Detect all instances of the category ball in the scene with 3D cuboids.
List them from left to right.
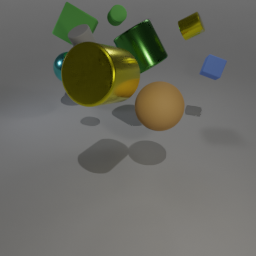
[{"bbox_3d":[-2.608,-2.678,12.457,1.400,1.400,1.400,0,30,0],"label":"ball"},{"bbox_3d":[0.888,-0.611,7.924,1.400,1.400,1.400,0,30,0],"label":"ball"}]

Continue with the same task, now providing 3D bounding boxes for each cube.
[{"bbox_3d":[-2.225,-4.331,12.055,1.400,1.400,1.400,27,13,-11],"label":"cube"},{"bbox_3d":[3.269,-2.331,10.808,0.700,0.700,0.700,21,4,2],"label":"cube"}]

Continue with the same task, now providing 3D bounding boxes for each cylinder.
[{"bbox_3d":[-1.373,-2.675,8.568,0.700,0.700,0.700,-13,47,14],"label":"cylinder"},{"bbox_3d":[-0.607,-1.256,6.659,1.400,1.400,1.400,14,15,23],"label":"cylinder"},{"bbox_3d":[-0.469,-4.726,11.782,0.700,0.700,0.700,-9,8,-15],"label":"cylinder"},{"bbox_3d":[0.436,-2.715,9.553,1.400,1.400,1.400,-29,13,7],"label":"cylinder"},{"bbox_3d":[2.140,-3.427,9.442,0.700,0.700,0.700,-20,22,26],"label":"cylinder"}]
